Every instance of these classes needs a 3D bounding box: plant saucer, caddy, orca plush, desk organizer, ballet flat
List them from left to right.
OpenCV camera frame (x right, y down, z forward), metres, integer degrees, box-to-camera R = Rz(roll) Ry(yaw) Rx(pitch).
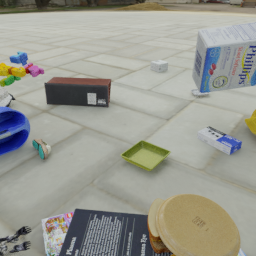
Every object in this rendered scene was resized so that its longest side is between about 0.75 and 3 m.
[{"bbox_3d":[-5.918,-0.975,12.040,0.931,1.378,2.619,-29,29,12],"label":"orca plush"},{"bbox_3d":[-4.400,0.148,9.417,2.124,1.501,1.115,-24,31,-35],"label":"caddy"},{"bbox_3d":[-2.893,0.673,9.576,0.424,0.430,1.262,-7,29,-34],"label":"ballet flat"},{"bbox_3d":[-2.287,-1.754,13.284,2.974,1.067,1.145,3,27,6],"label":"desk organizer"},{"bbox_3d":[0.583,0.943,9.181,1.229,0.294,1.227,21,35,32],"label":"plant saucer"}]

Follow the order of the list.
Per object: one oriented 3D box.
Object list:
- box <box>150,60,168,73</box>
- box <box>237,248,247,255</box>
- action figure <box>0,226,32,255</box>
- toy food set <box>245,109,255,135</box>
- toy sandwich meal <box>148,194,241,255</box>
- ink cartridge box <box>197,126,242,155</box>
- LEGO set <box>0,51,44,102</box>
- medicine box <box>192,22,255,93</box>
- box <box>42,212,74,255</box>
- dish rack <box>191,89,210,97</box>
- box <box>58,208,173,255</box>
[{"bbox_3d":[1.971,-3.916,17.698,0.811,0.533,0.816,-21,35,-33],"label":"box"},{"bbox_3d":[1.900,2.554,5.120,0.460,1.930,1.177,-34,23,18],"label":"box"},{"bbox_3d":[-2.535,2.581,5.909,1.222,0.624,0.726,-32,57,18],"label":"action figure"},{"bbox_3d":[5.390,0.098,10.293,1.627,0.903,2.765,-19,23,16],"label":"toy food set"},{"bbox_3d":[0.865,1.403,3.788,1.258,0.431,1.258,7,34,-5],"label":"toy sandwich meal"},{"bbox_3d":[3.269,0.425,10.093,0.670,0.315,1.426,-21,36,-31],"label":"ink cartridge box"},{"bbox_3d":[-3.609,-1.783,9.207,0.999,0.929,2.435,15,42,16],"label":"LEGO set"},{"bbox_3d":[3.577,-2.463,9.982,2.200,2.004,1.132,-8,48,-2],"label":"medicine box"},{"bbox_3d":[-1.533,2.489,6.462,0.781,0.223,1.142,-10,31,-17],"label":"box"},{"bbox_3d":[3.659,-1.784,14.213,0.861,0.187,0.739,-4,30,-7],"label":"dish rack"},{"bbox_3d":[0.088,2.494,4.376,2.016,2.214,1.153,3,32,4],"label":"box"}]
